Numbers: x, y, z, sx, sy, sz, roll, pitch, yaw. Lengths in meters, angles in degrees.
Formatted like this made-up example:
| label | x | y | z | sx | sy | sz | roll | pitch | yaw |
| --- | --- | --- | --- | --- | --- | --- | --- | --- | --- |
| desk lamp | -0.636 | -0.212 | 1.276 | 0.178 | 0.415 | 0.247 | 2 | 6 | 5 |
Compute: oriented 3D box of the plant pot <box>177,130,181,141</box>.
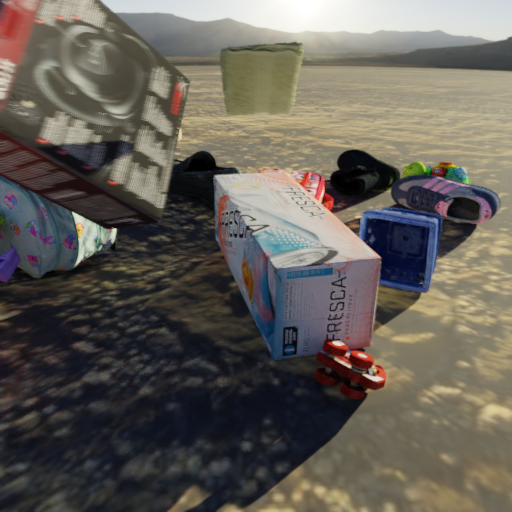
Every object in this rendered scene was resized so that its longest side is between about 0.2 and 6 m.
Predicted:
| label | x | y | z | sx | sy | sz | roll | pitch | yaw |
| --- | --- | --- | --- | --- | --- | --- | --- | --- | --- |
| plant pot | -3.386 | -4.728 | 20.056 | 1.429 | 0.959 | 1.429 | 5 | 30 | -3 |

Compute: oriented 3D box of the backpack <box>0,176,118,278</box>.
| label | x | y | z | sx | sy | sz | roll | pitch | yaw |
| --- | --- | --- | --- | --- | --- | --- | --- | --- | --- |
| backpack | -3.971 | -0.889 | 10.230 | 3.095 | 2.583 | 1.959 | 26 | 42 | 28 |

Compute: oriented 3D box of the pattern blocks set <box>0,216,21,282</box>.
| label | x | y | z | sx | sy | sz | roll | pitch | yaw |
| --- | --- | --- | --- | --- | --- | --- | --- | --- | --- |
| pattern blocks set | -5.152 | 0.368 | 8.149 | 3.945 | 0.320 | 3.467 | -2 | 38 | 26 |

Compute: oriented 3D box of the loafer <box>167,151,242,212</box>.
| label | x | y | z | sx | sy | sz | roll | pitch | yaw |
| --- | --- | --- | --- | --- | --- | --- | --- | --- | --- |
| loafer | -1.357 | -2.032 | 13.865 | 1.170 | 1.209 | 3.445 | -17 | 29 | -33 |

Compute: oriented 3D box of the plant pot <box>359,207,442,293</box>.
| label | x | y | z | sx | sy | sz | roll | pitch | yaw |
| --- | --- | --- | --- | --- | --- | --- | --- | --- | --- |
| plant pot | 2.542 | -0.195 | 9.738 | 1.260 | 1.260 | 1.133 | 11 | 21 | 26 |

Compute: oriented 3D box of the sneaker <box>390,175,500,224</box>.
| label | x | y | z | sx | sy | sz | roll | pitch | yaw |
| --- | --- | --- | --- | --- | --- | --- | --- | --- | --- |
| sneaker | 4.106 | -1.268 | 12.600 | 2.470 | 0.866 | 1.013 | 12 | 28 | 32 |

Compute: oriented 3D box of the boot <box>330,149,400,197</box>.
| label | x | y | z | sx | sy | sz | roll | pitch | yaw |
| --- | --- | --- | --- | --- | --- | --- | --- | --- | --- |
| boot | 2.512 | -2.217 | 14.783 | 1.744 | 0.793 | 2.076 | -15 | 34 | -39 |

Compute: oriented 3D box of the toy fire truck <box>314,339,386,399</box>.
| label | x | y | z | sx | sy | sz | roll | pitch | yaw |
| --- | --- | --- | --- | --- | --- | --- | --- | --- | --- |
| toy fire truck | 1.240 | 1.397 | 7.080 | 0.930 | 0.522 | 0.781 | 22 | 13 | 38 |

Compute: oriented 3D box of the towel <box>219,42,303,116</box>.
| label | x | y | z | sx | sy | sz | roll | pitch | yaw |
| --- | --- | --- | --- | --- | --- | --- | --- | --- | --- |
| towel | 0.060 | -2.650 | 8.545 | 1.212 | 0.298 | 1.633 | -5 | -18 | -4 |

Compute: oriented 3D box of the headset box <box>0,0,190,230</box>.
| label | x | y | z | sx | sy | sz | roll | pitch | yaw |
| --- | --- | --- | --- | --- | --- | --- | --- | --- | --- |
| headset box | -2.753 | -2.278 | 7.981 | 1.370 | 2.640 | 3.547 | -6 | -23 | 36 |

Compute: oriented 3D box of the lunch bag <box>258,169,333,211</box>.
| label | x | y | z | sx | sy | sz | roll | pitch | yaw |
| --- | --- | --- | --- | --- | --- | --- | --- | --- | --- |
| lunch bag | 0.793 | -1.312 | 12.778 | 1.901 | 0.884 | 2.158 | 9 | 25 | 8 |

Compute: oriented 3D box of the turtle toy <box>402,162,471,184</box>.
| label | x | y | z | sx | sy | sz | roll | pitch | yaw |
| --- | --- | --- | --- | --- | --- | --- | --- | --- | --- |
| turtle toy | 4.402 | -1.861 | 13.661 | 1.689 | 0.854 | 1.231 | 0 | 11 | -1 |

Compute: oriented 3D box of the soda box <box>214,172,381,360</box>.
| label | x | y | z | sx | sy | sz | roll | pitch | yaw |
| --- | --- | --- | --- | --- | --- | --- | --- | --- | --- |
| soda box | 0.399 | -0.153 | 9.349 | 1.543 | 1.434 | 4.512 | -6 | 24 | -13 |
